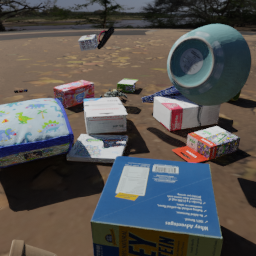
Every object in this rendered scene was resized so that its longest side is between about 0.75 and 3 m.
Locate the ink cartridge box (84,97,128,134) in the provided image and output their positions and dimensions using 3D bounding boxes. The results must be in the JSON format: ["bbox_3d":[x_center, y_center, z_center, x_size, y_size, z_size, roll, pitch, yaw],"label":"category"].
[{"bbox_3d":[-0.953,-0.477,11.310,1.578,0.923,2.720,-4,19,-8],"label":"ink cartridge box"}]

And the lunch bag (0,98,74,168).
[{"bbox_3d":[-3.185,0.164,9.055,2.489,1.865,2.927,-13,17,-19],"label":"lunch bag"}]

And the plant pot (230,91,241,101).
[{"bbox_3d":[5.028,-2.194,14.962,1.528,1.430,1.430,7,23,43],"label":"plant pot"}]

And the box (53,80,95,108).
[{"bbox_3d":[-2.736,-1.781,14.375,0.976,0.901,1.903,21,32,37],"label":"box"}]

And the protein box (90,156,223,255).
[{"bbox_3d":[0.611,1.870,5.886,2.235,1.519,2.251,4,26,9],"label":"protein box"}]

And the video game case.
[{"bbox_3d":[-1.018,0.686,9.895,1.842,0.218,1.677,2,25,8],"label":"video game case"}]

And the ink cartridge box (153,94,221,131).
[{"bbox_3d":[2.504,-0.768,12.113,2.349,0.991,1.700,-8,26,-17],"label":"ink cartridge box"}]

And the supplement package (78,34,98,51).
[{"bbox_3d":[-1.984,-4.289,14.084,0.760,0.559,0.727,-4,34,12],"label":"supplement package"}]

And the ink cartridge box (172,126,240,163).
[{"bbox_3d":[2.727,0.563,9.814,2.128,0.536,1.159,-12,28,-27],"label":"ink cartridge box"}]

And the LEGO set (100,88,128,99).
[{"bbox_3d":[-0.817,-1.859,14.878,1.429,0.624,2.201,-5,26,-11],"label":"LEGO set"}]

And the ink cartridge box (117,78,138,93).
[{"bbox_3d":[0.014,-2.506,16.426,0.946,0.485,1.280,8,25,17],"label":"ink cartridge box"}]

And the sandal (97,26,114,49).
[{"bbox_3d":[-1.016,-3.759,11.572,0.589,0.354,1.569,-40,6,-24],"label":"sandal"}]

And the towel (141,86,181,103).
[{"bbox_3d":[2.172,-1.635,12.831,2.682,0.320,1.942,-17,-11,42],"label":"towel"}]

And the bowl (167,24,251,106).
[{"bbox_3d":[2.023,-1.746,7.768,2.348,2.348,1.228,20,20,36],"label":"bowl"}]

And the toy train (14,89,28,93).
[{"bbox_3d":[-6.118,-2.125,16.026,0.765,0.130,0.175,-10,31,-20],"label":"toy train"}]

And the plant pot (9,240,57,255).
[{"bbox_3d":[-1.800,2.624,5.188,0.863,0.990,0.990,13,21,-18],"label":"plant pot"}]
